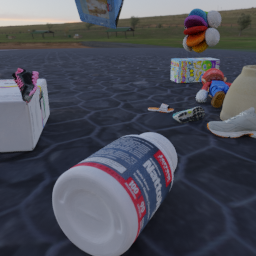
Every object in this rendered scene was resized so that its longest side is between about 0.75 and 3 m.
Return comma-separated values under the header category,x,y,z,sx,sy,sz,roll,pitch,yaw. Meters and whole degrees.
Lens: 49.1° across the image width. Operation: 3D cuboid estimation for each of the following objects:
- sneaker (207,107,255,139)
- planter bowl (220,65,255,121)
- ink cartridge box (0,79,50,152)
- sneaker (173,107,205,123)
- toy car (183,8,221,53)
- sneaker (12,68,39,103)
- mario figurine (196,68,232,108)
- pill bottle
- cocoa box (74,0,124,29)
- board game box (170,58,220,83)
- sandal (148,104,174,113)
category,x,y,z,sx,sy,sz,roll,pitch,yaw
sneaker,2.965,-0.180,7.340,1.704,0.784,0.645,2,19,7
planter bowl,4.122,-1.001,8.396,2.462,1.657,2.462,-1,19,0
ink cartridge box,-3.383,-0.462,7.424,2.140,1.241,2.955,-3,19,-7
sneaker,1.896,-0.440,8.698,1.108,0.429,0.441,-9,12,-23
toy car,1.639,-2.341,6.606,0.767,1.023,0.895,17,-12,-40
sneaker,-2.070,-0.876,5.540,0.496,0.411,1.041,26,24,-31
mario figurine,3.537,-1.364,11.011,1.527,1.311,2.473,33,25,-15
pill bottle,-0.009,0.754,4.058,1.176,1.176,1.966,10,21,26
cocoa box,-0.740,-3.638,7.429,1.139,1.120,1.707,14,-9,2
board game box,3.626,-3.167,15.294,2.308,1.189,1.211,-4,20,-11
sandal,1.128,-0.707,9.653,0.900,0.258,0.345,5,20,14
